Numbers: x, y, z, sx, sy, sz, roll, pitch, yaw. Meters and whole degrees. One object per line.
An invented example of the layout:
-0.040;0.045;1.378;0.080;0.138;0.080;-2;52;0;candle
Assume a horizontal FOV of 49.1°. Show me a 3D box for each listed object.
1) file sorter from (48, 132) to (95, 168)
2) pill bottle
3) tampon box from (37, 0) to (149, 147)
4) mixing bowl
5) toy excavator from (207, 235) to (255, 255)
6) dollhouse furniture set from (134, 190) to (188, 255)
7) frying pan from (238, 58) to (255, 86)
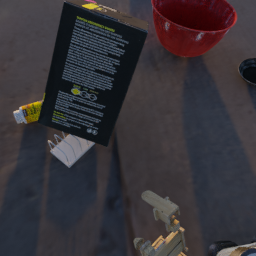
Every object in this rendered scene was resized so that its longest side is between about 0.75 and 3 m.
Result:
-1.430;0.326;7.155;0.704;0.631;1.014;34;62;22;file sorter
-2.666;-0.425;7.769;0.887;0.485;0.485;-20;57;-13;pill bottle
-0.755;-1.358;6.552;1.695;2.686;2.013;19;25;-5;tampon box
1.938;-3.279;9.104;2.672;1.447;2.672;5;51;-6;mixing bowl
3.048;3.287;4.666;2.856;1.467;2.938;-8;74;-6;toy excavator
0.462;2.022;4.949;0.908;1.752;0.776;-36;38;-28;dollhouse furniture set
4.288;-1.466;8.616;1.196;0.322;1.977;-31;62;-19;frying pan
